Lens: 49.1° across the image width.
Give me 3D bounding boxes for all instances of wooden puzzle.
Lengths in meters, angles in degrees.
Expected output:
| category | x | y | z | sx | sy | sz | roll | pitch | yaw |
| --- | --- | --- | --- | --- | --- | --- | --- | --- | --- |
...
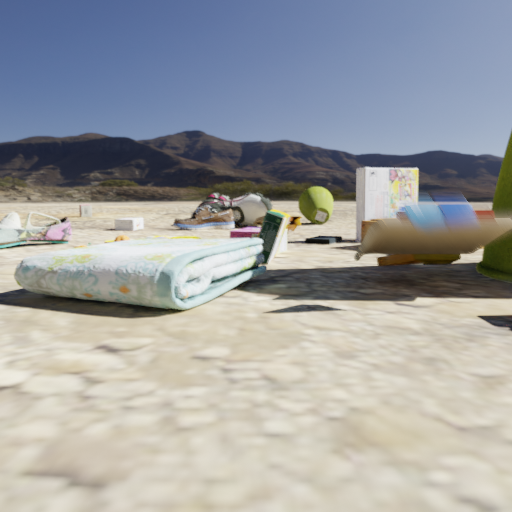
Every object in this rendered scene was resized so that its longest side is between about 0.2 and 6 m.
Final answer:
| category | x | y | z | sx | sy | sz | roll | pitch | yaw |
| --- | --- | --- | --- | --- | --- | --- | --- | --- | --- |
| wooden puzzle | 2.043 | -0.254 | 6.607 | 1.802 | 0.312 | 2.671 | -3 | -11 | -4 |

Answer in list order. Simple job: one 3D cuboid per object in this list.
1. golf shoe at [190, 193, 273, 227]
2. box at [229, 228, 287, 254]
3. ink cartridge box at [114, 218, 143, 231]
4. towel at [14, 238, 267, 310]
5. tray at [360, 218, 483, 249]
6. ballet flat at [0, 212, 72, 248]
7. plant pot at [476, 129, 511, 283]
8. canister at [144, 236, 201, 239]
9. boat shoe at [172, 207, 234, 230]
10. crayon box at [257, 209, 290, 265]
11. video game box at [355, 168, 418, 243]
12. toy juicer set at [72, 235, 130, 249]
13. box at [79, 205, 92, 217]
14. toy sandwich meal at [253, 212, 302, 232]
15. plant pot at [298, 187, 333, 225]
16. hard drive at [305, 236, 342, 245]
| category | x | y | z | sx | sy | sz | roll | pitch | yaw |
| --- | --- | --- | --- | --- | --- | --- | --- | --- | --- |
| golf shoe | -0.701 | -1.223 | 16.853 | 2.769 | 1.069 | 1.220 | 4 | 29 | 39 |
| box | 0.054 | -0.267 | 10.178 | 0.784 | 0.431 | 0.891 | 3 | 7 | 23 |
| ink cartridge box | -3.569 | -0.889 | 15.721 | 0.567 | 0.326 | 0.781 | 1 | 7 | 9 |
| towel | -1.162 | 0.145 | 6.455 | 1.995 | 0.561 | 2.331 | 0 | 6 | 24 |
| tray | 3.860 | -0.496 | 11.413 | 3.318 | 0.614 | 1.637 | -4 | 8 | -38 |
| ballet flat | -4.617 | -0.530 | 11.230 | 0.681 | 0.701 | 1.969 | 6 | 9 | 40 |
| plant pot | 4.684 | -1.283 | 7.232 | 3.287 | 3.165 | 3.287 | 0 | 8 | 0 |
| canister | -1.384 | -0.134 | 9.218 | 0.691 | 0.402 | 0.930 | -3 | 6 | -40 |
| boat shoe | -1.503 | -1.067 | 15.885 | 1.762 | 0.638 | 0.637 | -3 | 7 | -21 |
| crayon box | 0.246 | -0.337 | 9.137 | 0.320 | 0.779 | 1.239 | 20 | 9 | 6 |
| video game box | 2.868 | -1.118 | 12.276 | 1.473 | 1.617 | 0.379 | -3 | 6 | -24 |
| toy juicer set | -2.184 | -0.063 | 8.345 | 1.106 | 0.473 | 1.738 | -5 | 9 | -35 |
| box | -6.953 | -1.837 | 22.806 | 0.424 | 0.498 | 0.778 | -3 | 7 | -22 |
| toy sandwich meal | 0.594 | -0.810 | 14.659 | 1.444 | 0.494 | 1.444 | -8 | -3 | 0 |
| plant pot | 2.012 | -1.505 | 18.171 | 1.165 | 1.165 | 1.245 | 0 | 24 | -3 |
| hard drive | 1.453 | -0.341 | 12.024 | 0.557 | 0.131 | 0.798 | 4 | 8 | 28 |
